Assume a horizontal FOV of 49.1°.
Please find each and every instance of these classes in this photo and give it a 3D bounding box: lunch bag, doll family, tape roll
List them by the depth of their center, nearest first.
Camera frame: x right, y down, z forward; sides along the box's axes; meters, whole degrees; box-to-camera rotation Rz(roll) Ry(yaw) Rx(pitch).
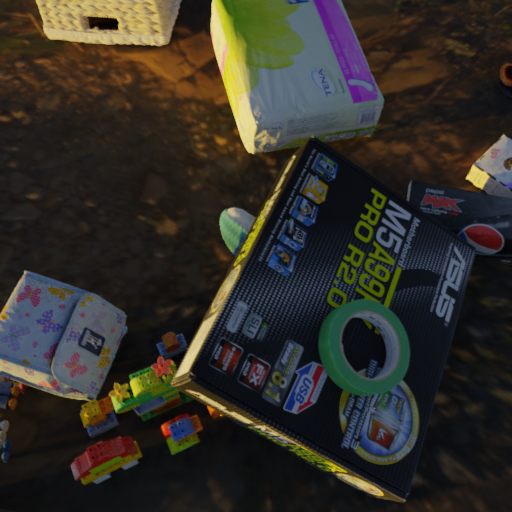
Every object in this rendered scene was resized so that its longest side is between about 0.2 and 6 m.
[{"bbox_3d":[1.372,1.153,7.079,1.188,0.285,1.188,8,70,-22],"label":"tape roll"},{"bbox_3d":[-3.897,2.104,7.793,1.002,0.727,1.614,4,58,-1],"label":"doll family"},{"bbox_3d":[-2.834,1.179,8.095,1.665,1.058,1.412,23,58,-7],"label":"lunch bag"}]

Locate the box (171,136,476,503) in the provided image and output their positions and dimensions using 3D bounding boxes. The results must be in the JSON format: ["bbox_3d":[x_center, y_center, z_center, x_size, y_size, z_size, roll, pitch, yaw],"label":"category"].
[{"bbox_3d":[1.160,0.747,7.797,3.196,0.883,3.990,32,63,-10],"label":"box"}]

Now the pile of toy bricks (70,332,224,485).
[{"bbox_3d":[-1.283,1.810,7.586,2.802,1.383,1.554,-24,63,-13],"label":"pile of toy bricks"}]

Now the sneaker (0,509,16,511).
[{"bbox_3d":[-3.314,3.439,6.683,2.702,1.340,0.955,9,61,5],"label":"sneaker"}]

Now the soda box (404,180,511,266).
[{"bbox_3d":[3.652,-0.490,9.245,2.477,0.784,0.876,11,61,7],"label":"soda box"}]

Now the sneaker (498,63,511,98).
[{"bbox_3d":[5.480,-3.997,11.168,1.334,0.924,2.381,-5,60,-4],"label":"sneaker"}]

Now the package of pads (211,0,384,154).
[{"bbox_3d":[0.616,-3.654,10.602,2.588,1.142,3.350,-12,67,-11],"label":"package of pads"}]

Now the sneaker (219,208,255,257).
[{"bbox_3d":[0.463,-0.104,8.943,2.297,0.879,0.928,33,62,1],"label":"sneaker"}]

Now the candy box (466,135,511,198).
[{"bbox_3d":[4.581,-1.440,9.985,1.219,0.436,1.022,41,68,20],"label":"candy box"}]

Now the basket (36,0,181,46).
[{"bbox_3d":[-3.045,-6.201,11.692,2.752,2.233,2.777,5,59,4],"label":"basket"}]
